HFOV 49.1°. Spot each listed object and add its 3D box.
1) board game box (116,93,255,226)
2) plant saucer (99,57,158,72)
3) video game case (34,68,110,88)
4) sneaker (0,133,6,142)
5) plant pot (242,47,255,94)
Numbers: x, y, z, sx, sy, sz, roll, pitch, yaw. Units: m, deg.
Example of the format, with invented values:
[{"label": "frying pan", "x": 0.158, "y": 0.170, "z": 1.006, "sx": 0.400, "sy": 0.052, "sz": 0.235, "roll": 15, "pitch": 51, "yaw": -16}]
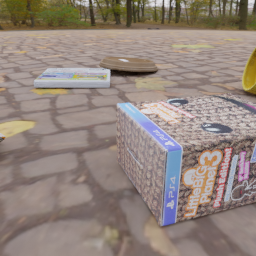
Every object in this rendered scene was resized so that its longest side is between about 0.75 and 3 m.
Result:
[{"label": "board game box", "x": 1.270, "y": 0.312, "z": 4.847, "sx": 2.500, "sy": 1.211, "sz": 1.993, "roll": -8, "pitch": 24, "yaw": -19}, {"label": "plant saucer", "x": 0.048, "y": -3.167, "z": 13.795, "sx": 2.929, "sy": 0.431, "sz": 2.929, "roll": 4, "pitch": 20, "yaw": -2}, {"label": "video game case", "x": -2.200, "y": -2.141, "z": 11.841, "sx": 2.889, "sy": 0.319, "sz": 2.630, "roll": 0, "pitch": 22, "yaw": -3}, {"label": "sneaker", "x": -2.823, "y": 0.242, "z": 5.656, "sx": 1.082, "sy": 0.424, "sz": 0.418, "roll": -9, "pitch": 47, "yaw": 52}, {"label": "plant pot", "x": 5.202, "y": -1.923, "z": 9.716, "sx": 1.724, "sy": 1.833, "sz": 1.833, "roll": 17, "pitch": 23, "yaw": -2}]
